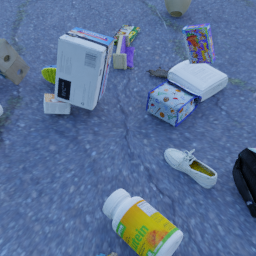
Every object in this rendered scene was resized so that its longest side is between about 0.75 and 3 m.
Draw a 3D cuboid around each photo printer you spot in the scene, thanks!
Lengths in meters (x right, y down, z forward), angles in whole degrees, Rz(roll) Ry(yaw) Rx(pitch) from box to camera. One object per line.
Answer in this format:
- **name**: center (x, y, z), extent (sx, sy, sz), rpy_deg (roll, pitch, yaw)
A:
- **photo printer**: center (2.754, -2.052, 11.444), extent (1.680, 0.701, 2.020), rpy_deg (-31, 53, -26)

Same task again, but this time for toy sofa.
- **toy sofa**: center (-0.153, -3.506, 12.819), extent (0.900, 0.764, 1.844), rpy_deg (3, 46, 4)

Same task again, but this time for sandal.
- **sandal**: center (-2.619, -2.320, 11.752), extent (1.932, 0.768, 0.841), rpy_deg (3, 41, -8)

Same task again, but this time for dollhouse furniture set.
- **dollhouse furniture set**: center (-5.747, -2.121, 11.057), extent (1.906, 1.895, 2.705), rpy_deg (25, 74, 21)

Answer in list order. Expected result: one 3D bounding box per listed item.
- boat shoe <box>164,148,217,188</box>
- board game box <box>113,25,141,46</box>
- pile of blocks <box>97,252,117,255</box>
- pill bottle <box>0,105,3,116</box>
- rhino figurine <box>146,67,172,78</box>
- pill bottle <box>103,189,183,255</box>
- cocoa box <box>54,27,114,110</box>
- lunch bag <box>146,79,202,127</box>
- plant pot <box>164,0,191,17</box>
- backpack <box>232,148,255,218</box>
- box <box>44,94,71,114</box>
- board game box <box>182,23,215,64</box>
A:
- **boat shoe**: center (1.873, 1.032, 8.412), extent (0.669, 0.772, 1.811), rpy_deg (-34, 55, -28)
- **board game box**: center (-0.127, -4.754, 14.418), extent (1.000, 0.224, 1.909), rpy_deg (16, 48, 13)
- **pile of blocks**: center (-0.800, 3.211, 6.585), extent (1.194, 0.371, 0.490), rpy_deg (-25, 51, -23)
- **pill bottle**: center (-5.154, -0.140, 9.319), extent (1.113, 1.113, 1.987), rpy_deg (16, 48, 15)
- **rhino figurine**: center (1.326, -2.391, 12.041), extent (1.127, 0.337, 0.493), rpy_deg (6, 46, 8)
- **pill bottle**: center (0.293, 2.385, 6.894), extent (1.909, 1.060, 1.060), rpy_deg (35, 55, 29)
- **cocoa box**: center (-1.521, -2.059, 9.728), extent (1.506, 2.258, 1.482), rpy_deg (18, 36, 4)
- **lunch bag**: center (1.722, -1.053, 10.266), extent (1.441, 1.049, 1.695), rpy_deg (34, 47, 26)
- **plant pot**: center (2.788, -6.932, 15.823), extent (1.552, 1.552, 1.042), rpy_deg (5, 86, 5)
- **backpack**: center (3.839, 1.436, 7.637), extent (1.266, 1.670, 2.001), rpy_deg (2, 39, -26)
- **box**: center (-2.581, -0.877, 10.172), extent (0.892, 0.474, 0.679), rpy_deg (0, 32, -21)
- **board game box**: center (2.362, -2.767, 9.306), extent (0.854, 1.270, 0.284), rpy_deg (7, 44, 37)
